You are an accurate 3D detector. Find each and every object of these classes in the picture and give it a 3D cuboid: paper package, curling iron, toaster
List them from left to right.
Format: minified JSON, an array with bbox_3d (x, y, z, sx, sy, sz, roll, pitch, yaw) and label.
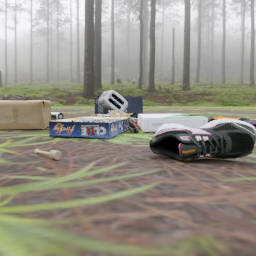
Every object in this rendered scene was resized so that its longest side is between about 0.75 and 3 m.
[{"bbox_3d":[-4.173,-0.542,10.927,2.092,1.082,1.994,-2,6,-7],"label":"paper package"},{"bbox_3d":[-0.850,-1.423,15.465,1.791,1.018,1.157,40,-16,-18],"label":"toaster"},{"bbox_3d":[0.173,-0.177,10.136,0.301,0.585,2.358,-33,4,5],"label":"curling iron"}]

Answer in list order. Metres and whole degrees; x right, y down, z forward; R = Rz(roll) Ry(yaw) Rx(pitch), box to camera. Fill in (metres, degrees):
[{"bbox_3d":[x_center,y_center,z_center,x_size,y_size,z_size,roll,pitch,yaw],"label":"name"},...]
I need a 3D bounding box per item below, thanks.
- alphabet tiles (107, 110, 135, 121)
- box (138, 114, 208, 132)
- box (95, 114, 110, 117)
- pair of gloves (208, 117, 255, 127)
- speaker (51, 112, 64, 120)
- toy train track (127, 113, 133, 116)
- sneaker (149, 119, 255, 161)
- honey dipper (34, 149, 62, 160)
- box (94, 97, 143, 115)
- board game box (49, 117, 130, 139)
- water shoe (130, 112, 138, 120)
[{"bbox_3d":[-0.265,-0.441,12.165,1.050,0.040,1.262,-6,37,-44],"label":"alphabet tiles"},{"bbox_3d":[1.522,-0.238,10.582,2.150,0.541,2.979,-1,6,-2],"label":"box"},{"bbox_3d":[-0.973,-0.454,13.596,1.209,0.352,1.766,3,5,-10],"label":"box"},{"bbox_3d":[4.982,-0.291,12.155,2.598,0.361,2.916,0,6,-2],"label":"pair of gloves"},{"bbox_3d":[-4.035,-0.643,15.330,1.053,0.427,0.427,4,7,35],"label":"speaker"},{"bbox_3d":[-0.143,-0.644,16.549,0.871,0.247,1.518,12,17,31],"label":"toy train track"},{"bbox_3d":[1.229,0.319,4.907,1.876,0.753,0.810,-6,13,32],"label":"sneaker"},{"bbox_3d":[-1.551,0.472,5.314,0.167,0.167,0.880,-5,6,-44],"label":"honey dipper"},{"bbox_3d":[-0.617,-1.462,19.100,2.285,1.306,2.509,3,6,40],"label":"box"},{"bbox_3d":[-1.099,-0.067,9.176,1.839,0.470,2.715,1,5,13],"label":"board game box"},{"bbox_3d":[0.471,-0.677,15.759,0.369,0.407,1.031,3,6,29],"label":"water shoe"}]
